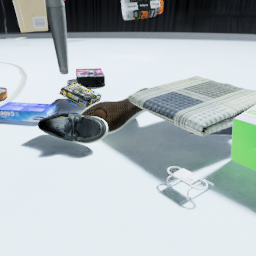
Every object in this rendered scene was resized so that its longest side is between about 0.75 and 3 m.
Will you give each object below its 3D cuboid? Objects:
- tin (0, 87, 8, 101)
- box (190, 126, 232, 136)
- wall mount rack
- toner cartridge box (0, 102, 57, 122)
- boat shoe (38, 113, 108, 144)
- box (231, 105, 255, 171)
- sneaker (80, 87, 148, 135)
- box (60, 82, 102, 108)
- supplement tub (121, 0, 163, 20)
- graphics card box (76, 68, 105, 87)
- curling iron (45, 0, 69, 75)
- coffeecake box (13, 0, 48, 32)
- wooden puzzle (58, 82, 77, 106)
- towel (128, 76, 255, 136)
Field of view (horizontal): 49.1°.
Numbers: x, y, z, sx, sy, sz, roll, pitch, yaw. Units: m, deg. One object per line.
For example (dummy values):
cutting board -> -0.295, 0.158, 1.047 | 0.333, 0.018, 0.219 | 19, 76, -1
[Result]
tin -> -5.705, -1.275, 10.817 | 2.046, 0.428, 1.145 | 0, 19, 0
box -> 2.376, -0.368, 8.145 | 1.260, 0.794, 1.281 | 2, 23, 1
wall mount rack -> 1.220, 1.022, 5.446 | 0.794, 0.341, 0.913 | -20, 30, -32
toner cartridge box -> -3.258, -0.523, 9.024 | 1.711, 0.369, 0.813 | 4, 24, 10
boat shoe -> -1.482, -0.035, 7.137 | 2.006, 0.750, 0.665 | 11, -1, 29
box -> 3.843, 0.200, 5.929 | 2.131, 1.168, 2.415 | -26, 34, -34
sneaker -> -0.382, -0.354, 8.345 | 2.621, 0.954, 1.110 | -22, -5, -26
box -> -1.739, -1.238, 10.369 | 1.220, 0.301, 0.974 | 27, 28, 12
supplement tub -> 0.525, -4.567, 10.478 | 1.458, 0.893, 0.893 | -9, 24, -6
graphics card box -> -1.826, -2.431, 13.382 | 1.301, 0.527, 2.073 | -3, 24, -9
curling iron -> -0.923, -1.609, 3.348 | 0.256, 2.005, 0.497 | -29, 38, -30
coffeecake box -> -2.209, -3.211, 6.050 | 0.627, 1.717, 1.318 | -10, -17, -14
wooden puzzle -> -2.016, -1.296, 10.786 | 1.140, 0.198, 1.690 | 24, 29, 7
towel -> 1.916, -0.703, 7.614 | 2.924, 0.505, 2.816 | -20, 30, -30
